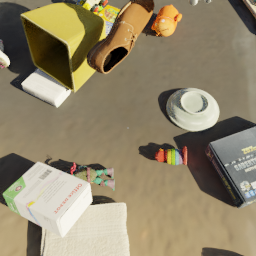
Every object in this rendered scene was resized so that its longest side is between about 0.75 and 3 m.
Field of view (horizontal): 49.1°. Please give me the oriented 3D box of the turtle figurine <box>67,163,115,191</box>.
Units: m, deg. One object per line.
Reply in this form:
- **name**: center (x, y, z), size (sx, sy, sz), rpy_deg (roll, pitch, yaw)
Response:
- **turtle figurine**: center (-1.042, 1.352, 7.354), size (1.343, 0.676, 1.005), rpy_deg (-1, 58, -7)

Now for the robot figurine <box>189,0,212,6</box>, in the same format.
- **robot figurine**: center (1.558, -3.578, 6.285), size (1.357, 0.904, 1.600), rpy_deg (-5, 72, 6)

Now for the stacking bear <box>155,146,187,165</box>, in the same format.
- **stacking bear**: center (1.182, 0.781, 7.798), size (0.866, 0.526, 0.492), rpy_deg (0, 97, 9)

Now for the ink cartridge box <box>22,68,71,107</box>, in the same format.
- **ink cartridge box**: center (-2.424, -1.628, 9.356), size (1.384, 0.431, 1.720), rpy_deg (26, 57, 15)

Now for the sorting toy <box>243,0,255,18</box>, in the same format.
- **sorting toy**: center (6.361, -4.830, 11.233), size (2.901, 0.529, 2.686), rpy_deg (-11, 59, -7)

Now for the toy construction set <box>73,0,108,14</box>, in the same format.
- **toy construction set**: center (-1.671, -4.403, 10.574), size (1.131, 1.610, 2.455), rpy_deg (30, 49, -24)

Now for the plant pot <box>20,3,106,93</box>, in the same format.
- **plant pot**: center (-1.728, -2.726, 8.747), size (1.938, 1.926, 1.983), rpy_deg (35, 60, 19)

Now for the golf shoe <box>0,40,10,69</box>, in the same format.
- **golf shoe**: center (-4.769, -2.851, 9.883), size (2.023, 0.734, 0.931), rpy_deg (37, 65, 20)

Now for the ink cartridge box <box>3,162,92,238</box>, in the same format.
- **ink cartridge box**: center (-1.883, 1.663, 6.741), size (1.675, 0.703, 1.213), rpy_deg (17, 41, 24)

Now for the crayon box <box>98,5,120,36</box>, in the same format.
- **crayon box**: center (-0.574, -3.690, 10.470), size (1.516, 0.622, 2.412), rpy_deg (27, 61, 16)

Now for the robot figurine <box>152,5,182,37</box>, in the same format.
- **robot figurine**: center (1.464, -4.041, 10.582), size (0.999, 0.810, 1.389), rpy_deg (16, 60, 4)

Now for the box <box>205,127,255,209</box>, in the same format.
- **box**: center (3.555, 0.914, 7.625), size (2.293, 0.585, 1.808), rpy_deg (-17, 59, -11)

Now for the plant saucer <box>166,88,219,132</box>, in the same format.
- **plant saucer**: center (2.042, -0.689, 8.732), size (1.661, 0.417, 1.661), rpy_deg (0, 58, 0)

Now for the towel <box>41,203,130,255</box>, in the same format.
- **towel**: center (-1.031, 2.586, 6.740), size (2.095, 0.361, 1.388), rpy_deg (-4, 60, -2)

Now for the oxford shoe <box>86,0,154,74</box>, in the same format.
- **oxford shoe**: center (-0.024, -2.319, 7.115), size (2.366, 0.844, 0.843), rpy_deg (-52, 45, 6)
